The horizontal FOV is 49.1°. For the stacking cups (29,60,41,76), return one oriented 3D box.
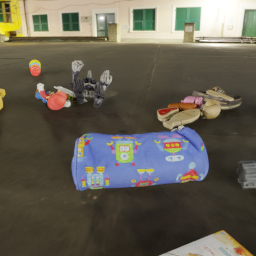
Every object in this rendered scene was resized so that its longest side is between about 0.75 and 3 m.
[{"bbox_3d":[-5.728,-3.724,17.458,0.716,0.716,2.368,-7,23,-19],"label":"stacking cups"}]

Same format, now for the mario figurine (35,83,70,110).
[{"bbox_3d":[-2.758,-1.213,10.412,1.028,0.883,1.665,-11,20,-39],"label":"mario figurine"}]

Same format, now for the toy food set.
[{"bbox_3d":[2.085,-0.583,9.356,2.662,0.419,1.692,-19,28,-18],"label":"toy food set"}]

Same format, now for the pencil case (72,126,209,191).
[{"bbox_3d":[0.220,0.545,5.315,2.543,1.104,0.992,-4,-18,-7],"label":"pencil case"}]

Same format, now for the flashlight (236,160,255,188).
[{"bbox_3d":[2.989,0.814,5.447,1.649,0.560,0.558,0,20,-2],"label":"flashlight"}]

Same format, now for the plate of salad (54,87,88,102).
[{"bbox_3d":[-2.266,-1.268,10.985,1.412,0.339,1.412,24,4,-2],"label":"plate of salad"}]

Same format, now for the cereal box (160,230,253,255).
[{"bbox_3d":[1.011,1.738,3.425,1.138,0.225,0.819,-10,23,-25],"label":"cereal box"}]

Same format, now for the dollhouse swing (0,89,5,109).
[{"bbox_3d":[-5.860,-1.596,10.022,2.423,2.202,2.130,-2,41,-5],"label":"dollhouse swing"}]

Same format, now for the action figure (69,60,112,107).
[{"bbox_3d":[-1.504,-1.836,11.264,1.709,1.467,2.876,11,18,-14],"label":"action figure"}]

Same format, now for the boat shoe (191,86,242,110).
[{"bbox_3d":[3.287,-1.116,10.338,2.019,0.740,0.752,-4,21,-12],"label":"boat shoe"}]
